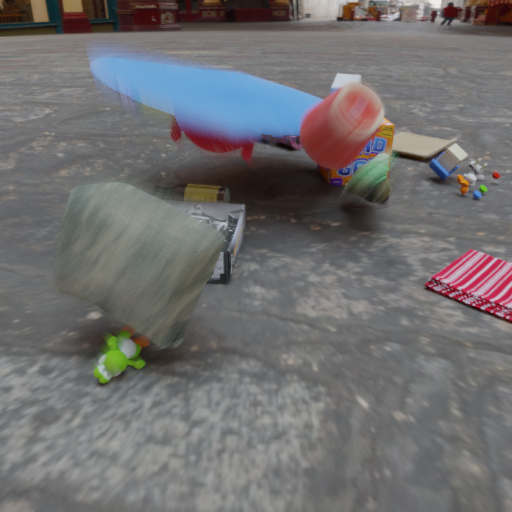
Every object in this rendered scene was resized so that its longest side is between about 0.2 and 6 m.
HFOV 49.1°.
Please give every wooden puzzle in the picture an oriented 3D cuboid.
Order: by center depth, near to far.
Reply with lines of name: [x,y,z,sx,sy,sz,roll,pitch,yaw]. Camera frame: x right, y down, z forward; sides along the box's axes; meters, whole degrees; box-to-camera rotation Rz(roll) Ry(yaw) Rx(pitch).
wooden puzzle: [4.158,-2.890,14.807,1.765,0.329,1.633,16,31,37]

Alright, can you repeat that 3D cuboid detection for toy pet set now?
toy pet set: [4.476,-1.750,12.419,1.302,0.740,1.394,48,47,10]

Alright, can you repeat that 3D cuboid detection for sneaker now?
sneaker: [2.134,-1.508,10.339,0.792,0.913,2.060,24,7,-1]

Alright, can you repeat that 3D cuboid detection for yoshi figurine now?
yoshi figurine: [-1.576,1.152,6.658,0.489,0.487,0.869,14,33,13]

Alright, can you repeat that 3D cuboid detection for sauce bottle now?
sauce bottle: [-1.306,-1.207,11.242,1.521,0.492,0.492,7,28,12]

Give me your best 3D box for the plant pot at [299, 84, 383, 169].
plant pot: [1.424,-2.153,9.068,1.182,1.182,1.046,-14,-10,-25]

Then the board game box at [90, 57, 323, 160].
board game box: [-0.471,-2.716,11.325,5.606,1.092,4.429,-9,35,-40]

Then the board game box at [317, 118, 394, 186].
board game box: [2.219,-2.472,12.779,1.343,1.343,1.344,-2,27,-7]

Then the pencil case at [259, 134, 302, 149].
pencil case: [0.593,-3.422,15.350,1.753,0.726,0.759,25,46,38]

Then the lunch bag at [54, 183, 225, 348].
lunch bag: [-1.439,0.108,6.537,1.754,1.471,1.222,27,17,14]

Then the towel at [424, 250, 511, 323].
towel: [3.826,0.495,8.176,2.212,0.249,1.599,24,34,39]

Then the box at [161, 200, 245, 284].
box: [-1.503,-0.312,9.351,2.475,0.598,1.961,3,27,6]

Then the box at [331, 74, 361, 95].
box: [1.975,-3.638,12.297,0.552,0.475,0.555,11,55,18]
